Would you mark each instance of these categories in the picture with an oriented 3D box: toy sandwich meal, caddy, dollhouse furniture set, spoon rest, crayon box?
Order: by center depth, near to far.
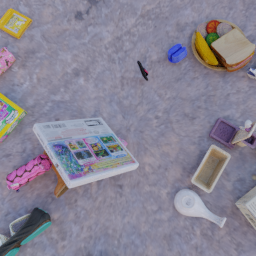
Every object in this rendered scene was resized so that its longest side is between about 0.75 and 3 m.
[{"bbox_3d":[3.925,1.153,10.025,2.365,2.119,2.985,32,80,7],"label":"dollhouse furniture set"},{"bbox_3d":[2.653,3.043,10.496,1.945,0.590,0.966,29,78,20],"label":"spoon rest"},{"bbox_3d":[-5.113,-0.433,11.225,1.355,0.458,1.571,36,80,6],"label":"crayon box"},{"bbox_3d":[3.935,-3.531,11.667,2.639,0.904,2.639,0,78,0],"label":"toy sandwich meal"},{"bbox_3d":[2.083,-3.126,11.828,0.879,0.461,0.621,-38,57,-7],"label":"caddy"}]

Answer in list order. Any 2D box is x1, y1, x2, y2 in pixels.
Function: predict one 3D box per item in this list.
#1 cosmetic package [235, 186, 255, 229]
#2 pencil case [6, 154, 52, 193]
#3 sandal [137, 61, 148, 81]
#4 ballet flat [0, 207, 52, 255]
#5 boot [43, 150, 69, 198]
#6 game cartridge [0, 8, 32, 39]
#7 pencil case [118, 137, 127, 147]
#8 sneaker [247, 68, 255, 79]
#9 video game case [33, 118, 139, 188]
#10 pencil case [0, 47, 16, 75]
[{"bbox_3d":[5.639,2.507,10.290,2.888,1.026,1.519,-37,80,-7],"label":"cosmetic package"},{"bbox_3d":[-3.674,1.661,10.368,1.723,0.807,0.782,-33,95,14],"label":"pencil case"},{"bbox_3d":[0.662,-2.323,11.354,0.229,1.015,0.381,-34,40,-8],"label":"sandal"},{"bbox_3d":[-4.109,4.025,10.072,2.920,0.993,0.999,-41,71,-18],"label":"ballet flat"},{"bbox_3d":[-2.694,1.487,10.701,1.547,0.737,2.000,26,69,5],"label":"boot"},{"bbox_3d":[-4.981,-4.597,12.271,1.197,0.194,1.055,30,79,5],"label":"game cartridge"},{"bbox_3d":[-0.485,0.916,10.930,0.496,0.496,1.134,32,79,7],"label":"pencil case"},{"bbox_3d":[5.472,-2.299,11.710,0.924,0.373,0.534,31,76,0],"label":"sneaker"},{"bbox_3d":[-1.405,0.674,9.707,2.901,0.344,2.640,-8,47,-44],"label":"video game case"},{"bbox_3d":[-5.459,-2.556,11.579,1.707,0.707,0.739,-46,126,-9],"label":"pencil case"}]
